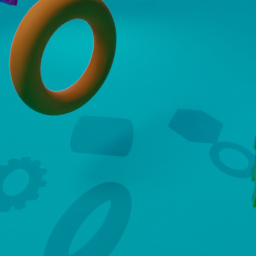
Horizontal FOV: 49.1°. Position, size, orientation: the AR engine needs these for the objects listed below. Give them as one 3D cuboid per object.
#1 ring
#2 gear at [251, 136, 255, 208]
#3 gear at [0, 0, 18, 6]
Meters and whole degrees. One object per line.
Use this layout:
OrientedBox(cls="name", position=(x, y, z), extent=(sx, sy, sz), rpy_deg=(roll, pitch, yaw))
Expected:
OrientedBox(cls="ring", position=(-0.937, -1.138, 4.527), extent=(0.412, 2.062, 2.062), rpy_deg=(32, 49, 26))
OrientedBox(cls="gear", position=(1.782, 0.048, 3.108), extent=(0.363, 1.964, 1.964), rpy_deg=(9, 40, 16))
OrientedBox(cls="gear", position=(-2.705, -2.608, 5.141), extent=(1.288, 0.238, 1.288), rpy_deg=(17, 12, -4))
